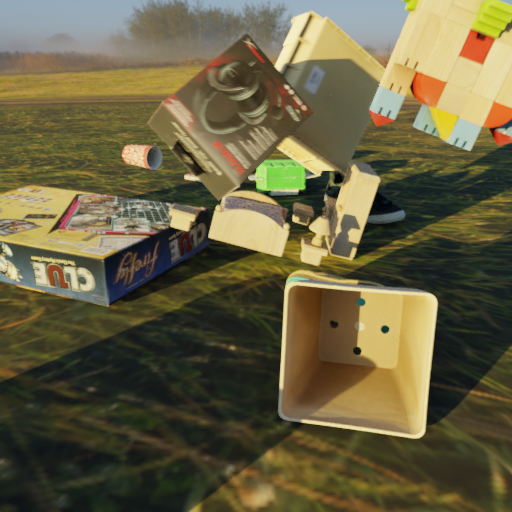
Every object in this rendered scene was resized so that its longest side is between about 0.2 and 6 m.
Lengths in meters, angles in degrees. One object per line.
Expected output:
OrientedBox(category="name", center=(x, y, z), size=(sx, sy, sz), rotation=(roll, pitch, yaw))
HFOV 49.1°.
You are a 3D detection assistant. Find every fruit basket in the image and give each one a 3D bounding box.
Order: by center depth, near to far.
OrientedBox(category="fruit basket", center=(0.649, -2.149, 15.548), size=(1.890, 0.956, 2.040), rotation=(-3, 5, -8))

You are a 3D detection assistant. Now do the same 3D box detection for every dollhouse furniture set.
OrientedBox(category="dollhouse furniture set", center=(0.380, -1.297, 10.685), size=(3.418, 1.669, 2.915), rotation=(15, 20, -3))

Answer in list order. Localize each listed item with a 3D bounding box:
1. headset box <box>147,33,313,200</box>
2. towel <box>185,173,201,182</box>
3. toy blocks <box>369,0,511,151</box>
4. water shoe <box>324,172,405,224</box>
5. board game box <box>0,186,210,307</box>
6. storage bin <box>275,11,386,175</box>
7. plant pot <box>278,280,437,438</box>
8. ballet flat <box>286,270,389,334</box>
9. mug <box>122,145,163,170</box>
OrientedBox(category="headset box", center=(-0.445, -2.113, 8.811), size=(2.228, 1.658, 0.861), rotation=(-48, 12, -26))
OrientedBox(category="towel", center=(-1.268, -2.454, 17.037), size=(1.153, 0.182, 1.600), rotation=(14, 26, 28))
OrientedBox(category="toy blocks", center=(2.670, -2.198, 7.117), size=(2.579, 1.763, 1.289), rotation=(19, 20, -4))
OrientedBox(category="water shoe", center=(2.451, -1.409, 13.117), size=(0.862, 0.952, 2.411), rotation=(-14, 25, -33))
OrientedBox(category="board game box", center=(-3.692, -0.410, 10.645), size=(4.738, 0.820, 3.210), rotation=(9, 22, 24))
OrientedBox(category="storage bin", center=(1.214, -3.217, 11.374), size=(2.350, 2.367, 1.109), rotation=(28, -4, -31))
OrientedBox(category="plant pot", center=(1.128, 0.967, 6.317), size=(1.501, 1.499, 1.329), rotation=(4, 9, 11))
OrientedBox(category="ballet flat", center=(1.479, 0.663, 7.872), size=(0.776, 0.845, 2.462), rotation=(-5, 19, -42))
OrientedBox(category="mug", center=(-2.724, -2.391, 13.595), size=(0.851, 0.568, 0.756), rotation=(13, -2, 31))
